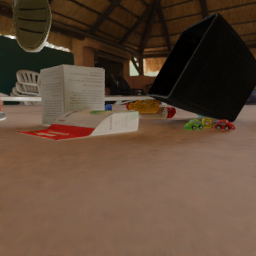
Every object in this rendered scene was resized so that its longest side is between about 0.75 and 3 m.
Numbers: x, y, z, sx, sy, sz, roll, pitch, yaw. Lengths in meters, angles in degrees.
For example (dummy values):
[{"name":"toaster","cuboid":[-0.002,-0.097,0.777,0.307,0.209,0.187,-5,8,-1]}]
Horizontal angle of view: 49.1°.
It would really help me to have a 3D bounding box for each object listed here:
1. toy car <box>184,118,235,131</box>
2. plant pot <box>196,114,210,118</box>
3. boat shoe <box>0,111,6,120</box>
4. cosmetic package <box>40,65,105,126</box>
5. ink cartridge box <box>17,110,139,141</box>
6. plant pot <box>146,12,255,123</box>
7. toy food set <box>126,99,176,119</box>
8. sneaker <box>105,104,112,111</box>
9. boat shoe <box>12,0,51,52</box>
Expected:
[{"name":"toy car","cuboid":[1.922,-0.102,7.032,1.099,0.260,1.168,-2,6,-22]},{"name":"plant pot","cuboid":[3.393,-1.074,11.405,1.665,1.336,1.665,1,6,0]},{"name":"boat shoe","cuboid":[-4.921,-0.535,9.417,0.761,0.649,2.277,1,6,14]},{"name":"cosmetic package","cuboid":[-1.567,-0.871,7.922,1.337,1.607,1.345,-5,8,-42]},{"name":"ink cartridge box","cuboid":[-1.093,-0.136,6.275,2.148,0.538,1.728,-3,6,-45]},{"name":"plant pot","cuboid":[2.604,-1.657,9.310,2.463,2.770,2.777,29,3,-12]},{"name":"toy food set","cuboid":[1.237,-1.180,11.363,1.282,1.360,2.849,4,38,36]},{"name":"sneaker","cuboid":[-1.186,-0.572,9.799,0.839,0.755,2.154,-2,-1,12]},{"name":"boat shoe","cuboid":[-2.829,-3.469,8.188,1.048,2.803,0.959,0,-9,-20]}]
